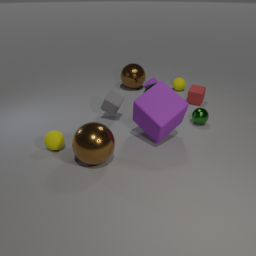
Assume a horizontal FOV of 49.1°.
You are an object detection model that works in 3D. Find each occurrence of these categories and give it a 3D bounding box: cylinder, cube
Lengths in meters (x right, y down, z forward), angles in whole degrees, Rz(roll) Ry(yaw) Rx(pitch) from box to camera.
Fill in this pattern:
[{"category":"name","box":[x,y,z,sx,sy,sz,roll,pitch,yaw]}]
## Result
[{"category":"cylinder","box":[1.246,-2.024,13.883,0.700,0.700,0.700,-36,16,12]},{"category":"cube","box":[3.365,-1.629,13.800,0.700,0.700,0.700,17,43,21]},{"category":"cube","box":[1.143,-0.576,10.299,1.400,1.400,1.400,-39,70,-18]},{"category":"cube","box":[-0.661,-1.070,11.996,0.700,0.700,0.700,30,50,-3]}]

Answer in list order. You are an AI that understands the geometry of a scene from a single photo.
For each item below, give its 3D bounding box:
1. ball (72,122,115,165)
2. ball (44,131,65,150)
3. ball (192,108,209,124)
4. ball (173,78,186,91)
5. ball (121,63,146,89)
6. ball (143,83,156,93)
[{"category":"ball","box":[-1.122,0.503,9.177,1.400,1.400,1.400,0,28,0]},{"category":"ball","box":[-2.626,0.441,10.003,0.700,0.700,0.700,0,28,0]},{"category":"ball","box":[3.038,-0.505,11.784,0.700,0.700,0.700,0,28,0]},{"category":"ball","box":[2.828,-2.423,15.473,0.700,0.700,0.700,0,28,0]},{"category":"ball","box":[0.284,-2.889,15.598,1.400,1.400,1.400,0,28,0]},{"category":"ball","box":[1.345,-1.346,12.679,1.400,1.400,1.400,0,28,0]}]
